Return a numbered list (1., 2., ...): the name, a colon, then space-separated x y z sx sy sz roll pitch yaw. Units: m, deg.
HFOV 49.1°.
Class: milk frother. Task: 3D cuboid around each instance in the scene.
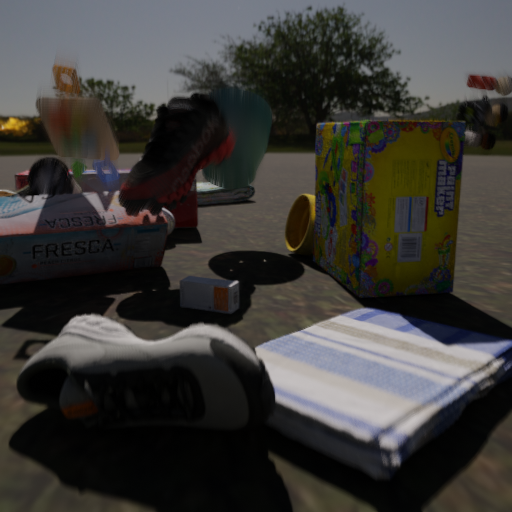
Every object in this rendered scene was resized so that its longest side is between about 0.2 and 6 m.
1. milk frother: -3.777 -0.998 10.001 1.198 1.081 1.127 -12 -12 -6

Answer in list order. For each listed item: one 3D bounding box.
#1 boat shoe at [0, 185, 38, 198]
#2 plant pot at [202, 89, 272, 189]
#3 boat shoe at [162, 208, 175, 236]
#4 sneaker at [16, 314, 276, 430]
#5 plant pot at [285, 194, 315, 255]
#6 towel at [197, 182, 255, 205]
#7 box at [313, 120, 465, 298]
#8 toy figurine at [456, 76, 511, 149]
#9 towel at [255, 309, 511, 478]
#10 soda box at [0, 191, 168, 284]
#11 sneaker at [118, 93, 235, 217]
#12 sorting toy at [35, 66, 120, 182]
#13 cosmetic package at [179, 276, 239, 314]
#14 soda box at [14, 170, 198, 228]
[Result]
1. boat shoe: -4.633 -0.632 10.255 1.248 1.142 3.339 5 18 7
2. plant pot: -0.489 -2.254 11.324 1.592 1.495 1.592 2 -28 1
3. boat shoe: -2.724 -0.629 10.918 2.272 0.839 0.969 7 17 -12
4. sneaker: -0.884 1.028 4.337 2.254 0.833 0.894 0 21 29
5. plant pot: 1.210 -0.497 10.321 1.036 1.102 1.102 13 8 -20
6. towel: -1.516 -2.057 17.907 2.341 0.564 2.004 -8 16 -33
7. box: 1.871 -0.837 8.565 1.452 2.380 2.292 -2 13 -11
8. toy figurine: 3.181 -1.995 7.828 0.620 0.877 0.891 16 -24 20
9. towel: 1.044 1.036 5.098 1.941 0.315 2.643 12 17 42
10. soda box: -2.990 -0.337 8.870 3.016 0.959 1.031 -6 42 -27
11. sneaker: -1.324 -1.728 8.957 0.999 1.380 2.825 12 41 25
12. sorting toy: -2.928 -2.017 9.066 1.174 2.085 0.284 5 43 20
13. cosmetic package: -0.608 0.500 7.269 0.745 0.378 0.266 5 14 24
14. soda box: -3.308 -1.279 12.749 3.864 1.353 1.225 -3 13 -12
